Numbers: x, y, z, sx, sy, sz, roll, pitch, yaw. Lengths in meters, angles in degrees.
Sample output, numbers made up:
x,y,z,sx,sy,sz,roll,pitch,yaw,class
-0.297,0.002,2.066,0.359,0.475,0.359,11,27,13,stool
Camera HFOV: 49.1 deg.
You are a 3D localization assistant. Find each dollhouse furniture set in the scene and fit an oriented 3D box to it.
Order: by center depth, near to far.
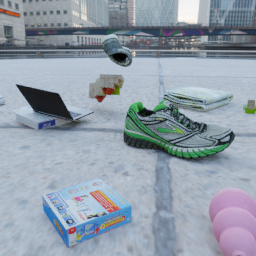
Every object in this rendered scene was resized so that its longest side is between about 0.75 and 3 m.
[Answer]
x,y,z,sx,sy,sz,roll,pitch,yaw,class
5.107,-1.014,11.191,0.853,0.654,1.302,6,18,19,dollhouse furniture set

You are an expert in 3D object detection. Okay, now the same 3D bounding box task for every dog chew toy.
x,y,z,sx,sy,sz,roll,pitch,yaw,class
1.448,1.318,3.779,0.688,0.688,1.105,4,24,14,dog chew toy

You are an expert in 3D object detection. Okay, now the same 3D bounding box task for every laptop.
x,y,z,sx,sy,sz,roll,pitch,yaw,class
-2.318,-0.933,9.163,1.731,1.071,1.849,15,23,24,laptop

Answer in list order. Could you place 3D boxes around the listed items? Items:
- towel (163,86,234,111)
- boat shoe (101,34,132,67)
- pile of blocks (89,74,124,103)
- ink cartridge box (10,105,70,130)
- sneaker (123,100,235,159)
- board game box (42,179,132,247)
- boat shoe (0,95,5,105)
x,y,z,sx,sy,sz,roll,pitch,yaw,class
3.063,-1.325,12.348,2.193,0.617,2.562,20,26,40,towel
-0.164,-1.307,5.165,0.416,0.353,1.142,-22,-14,12,boat shoe
-0.795,-1.383,10.554,1.077,0.816,2.625,4,-1,-19,pile of blocks
-2.937,-0.458,9.767,1.664,0.360,1.634,18,25,35,ink cartridge box
1.159,-0.020,7.040,2.901,1.236,1.132,9,19,25,sneaker
-0.672,1.271,4.452,1.063,0.303,1.086,-10,20,-32,board game box
-6.637,-1.319,11.774,2.654,0.886,0.976,-8,19,-24,boat shoe
